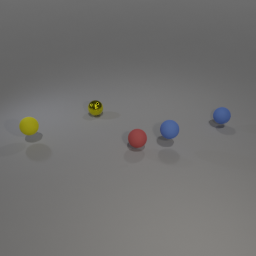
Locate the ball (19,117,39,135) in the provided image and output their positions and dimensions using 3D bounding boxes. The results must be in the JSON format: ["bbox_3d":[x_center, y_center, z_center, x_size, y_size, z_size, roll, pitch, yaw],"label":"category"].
[{"bbox_3d":[-3.719,-0.071,10.531,0.700,0.700,0.700,0,31,0],"label":"ball"}]

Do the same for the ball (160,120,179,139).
[{"bbox_3d":[1.520,0.051,10.225,0.700,0.700,0.700,0,31,0],"label":"ball"}]

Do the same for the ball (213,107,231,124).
[{"bbox_3d":[3.896,-0.517,11.629,0.700,0.700,0.700,0,31,0],"label":"ball"}]

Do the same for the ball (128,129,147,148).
[{"bbox_3d":[0.345,0.376,10.235,0.700,0.700,0.700,0,31,0],"label":"ball"}]

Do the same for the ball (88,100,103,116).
[{"bbox_3d":[-1.463,-0.906,12.625,0.700,0.700,0.700,0,31,0],"label":"ball"}]
